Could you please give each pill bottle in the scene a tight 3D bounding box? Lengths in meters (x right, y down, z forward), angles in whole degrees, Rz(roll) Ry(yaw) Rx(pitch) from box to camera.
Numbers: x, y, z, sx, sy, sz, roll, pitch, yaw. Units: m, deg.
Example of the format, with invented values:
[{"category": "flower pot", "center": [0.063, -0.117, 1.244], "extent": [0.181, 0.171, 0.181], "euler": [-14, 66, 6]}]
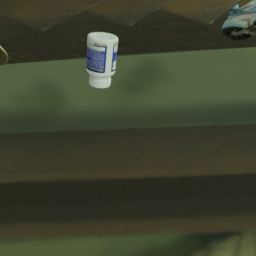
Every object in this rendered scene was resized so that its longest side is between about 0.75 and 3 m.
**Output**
[{"category": "pill bottle", "center": [-0.674, -1.692, 7.067], "extent": [0.753, 1.258, 0.753], "euler": [6, 31, -4]}]

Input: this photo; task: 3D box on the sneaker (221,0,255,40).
[{"category": "sneaker", "center": [3.509, -2.998, 7.212], "extent": [2.295, 0.891, 0.990], "euler": [14, 85, 52]}]

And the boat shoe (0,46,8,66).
[{"category": "boat shoe", "center": [-3.503, -2.148, 6.604], "extent": [0.554, 1.545, 0.588], "euler": [-36, 35, -4]}]
